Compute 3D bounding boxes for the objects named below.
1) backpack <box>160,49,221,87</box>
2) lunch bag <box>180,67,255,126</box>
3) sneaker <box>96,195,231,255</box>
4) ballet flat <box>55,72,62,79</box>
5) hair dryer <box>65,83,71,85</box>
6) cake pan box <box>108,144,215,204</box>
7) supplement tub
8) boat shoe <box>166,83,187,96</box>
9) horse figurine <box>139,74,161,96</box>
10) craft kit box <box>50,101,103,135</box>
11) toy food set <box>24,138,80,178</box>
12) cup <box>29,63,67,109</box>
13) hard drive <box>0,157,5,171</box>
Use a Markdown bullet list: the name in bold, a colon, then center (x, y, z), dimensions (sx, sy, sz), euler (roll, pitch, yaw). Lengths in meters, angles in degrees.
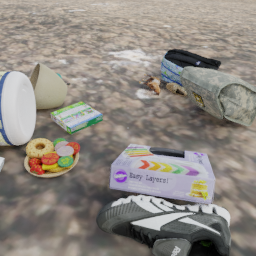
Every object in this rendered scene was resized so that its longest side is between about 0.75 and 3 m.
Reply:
- **backpack**: center (2.371, -2.407, 11.485), dimensions (2.168, 1.667, 1.769), euler (34, 54, 9)
- **lunch bag**: center (2.899, -1.122, 8.968), dimensions (2.296, 1.350, 1.883), euler (13, 21, -33)
- **sneaker**: center (0.692, 2.005, 5.328), dimensions (2.707, 0.900, 1.225), euler (4, 31, 2)
- **ballet flat**: center (-3.496, -1.670, 11.232), dimensions (0.639, 0.690, 1.958), euler (-7, 20, 41)
- **hair dryer**: center (-2.793, -1.656, 11.520), dimensions (0.607, 0.217, 0.797), euler (3, 25, 37)
- **cake pan box**: center (0.843, 0.951, 6.535), dimensions (2.103, 0.597, 2.283), euler (9, 10, 11)
- **supplement tub**: center (-4.366, -0.532, 8.020), dimensions (2.934, 2.128, 2.128), euler (-2, 34, -3)
- **boat shoe**: center (1.908, -1.531, 11.124), dimensions (0.989, 0.353, 0.319), euler (24, 42, 31)
- **horse figurine**: center (0.994, -1.863, 11.583), dimensions (0.930, 0.350, 1.403), euler (18, 31, 6)
- **craft kit box**: center (-1.734, -0.379, 9.468), dimensions (1.281, 0.311, 1.265), euler (-26, 44, -33)
- **toy food set**: center (-2.061, 0.767, 7.661), dimensions (1.496, 0.368, 1.511), euler (-5, 33, -7)
- **cup**: center (-2.861, -1.346, 9.965), dimensions (1.170, 1.635, 1.635), euler (17, 24, -30)
- **hard drive**: center (-4.575, 1.023, 6.483), dimensions (2.725, 0.364, 1.798), euler (16, 32, -11)
